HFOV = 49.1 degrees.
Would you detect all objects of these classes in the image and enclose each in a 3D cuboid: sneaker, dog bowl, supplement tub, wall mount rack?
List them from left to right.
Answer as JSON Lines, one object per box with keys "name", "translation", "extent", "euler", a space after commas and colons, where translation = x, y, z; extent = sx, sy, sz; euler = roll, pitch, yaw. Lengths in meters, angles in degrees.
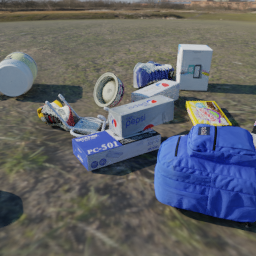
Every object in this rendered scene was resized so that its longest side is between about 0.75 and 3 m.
{"name": "supplement tub", "translation": [-5.384, -2.603, 13.535], "extent": [1.705, 1.705, 2.351], "euler": [-4, 27, -8]}
{"name": "sneaker", "translation": [-2.601, -0.336, 10.125], "extent": [0.951, 0.901, 2.315], "euler": [-21, 24, -28]}
{"name": "wall mount rack", "translation": [-1.667, -0.446, 9.664], "extent": [2.019, 0.866, 2.324], "euler": [12, 16, 1]}
{"name": "dog bowl", "translation": [-0.709, -1.435, 10.965], "extent": [0.507, 1.374, 1.374], "euler": [13, 10, -47]}
{"name": "sneaker", "translation": [1.498, -2.912, 14.789], "extent": [1.647, 1.152, 2.852], "euler": [11, 27, 25]}

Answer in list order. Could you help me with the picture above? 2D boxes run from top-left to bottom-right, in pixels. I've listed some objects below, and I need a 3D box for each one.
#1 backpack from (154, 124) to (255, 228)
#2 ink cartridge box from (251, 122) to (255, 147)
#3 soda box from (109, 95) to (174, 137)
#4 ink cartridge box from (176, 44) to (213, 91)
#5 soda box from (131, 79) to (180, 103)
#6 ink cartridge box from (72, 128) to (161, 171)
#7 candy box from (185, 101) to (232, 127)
{"name": "backpack", "translation": [1.759, 0.876, 6.498], "extent": [2.243, 1.882, 1.822], "euler": [4, 19, 16]}
{"name": "ink cartridge box", "translation": [5.485, 0.442, 8.865], "extent": [2.952, 0.547, 1.398], "euler": [17, 31, 26]}
{"name": "soda box", "translation": [0.474, -0.423, 9.036], "extent": [2.215, 0.756, 0.703], "euler": [-18, 30, -33]}
{"name": "ink cartridge box", "translation": [3.259, -3.060, 14.110], "extent": [1.467, 2.009, 1.474], "euler": [2, 27, 2]}
{"name": "soda box", "translation": [1.234, -1.389, 12.130], "extent": [0.864, 0.807, 2.536], "euler": [20, 33, 35]}
{"name": "ink cartridge box", "translation": [-0.327, 0.490, 8.658], "extent": [2.503, 0.553, 1.177], "euler": [-15, 29, -27]}
{"name": "candy box", "translation": [3.061, -0.479, 10.857], "extent": [1.262, 0.326, 2.469], "euler": [-2, 26, 1]}
